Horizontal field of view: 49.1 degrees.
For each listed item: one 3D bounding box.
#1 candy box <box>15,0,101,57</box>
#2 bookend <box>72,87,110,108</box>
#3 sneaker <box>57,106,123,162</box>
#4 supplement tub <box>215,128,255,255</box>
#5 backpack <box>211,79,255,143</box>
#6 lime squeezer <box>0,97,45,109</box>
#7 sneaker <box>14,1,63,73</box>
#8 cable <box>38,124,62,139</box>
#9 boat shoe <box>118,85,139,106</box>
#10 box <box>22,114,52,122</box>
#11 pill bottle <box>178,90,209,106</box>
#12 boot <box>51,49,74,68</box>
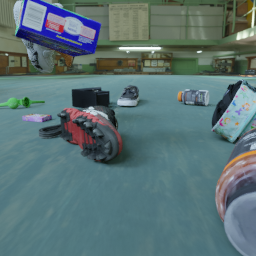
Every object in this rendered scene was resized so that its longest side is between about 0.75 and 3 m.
[{"bbox_3d":[-1.634,-2.170,6.254,1.559,0.710,1.844,13,5,-26],"label":"candy box"},{"bbox_3d":[-1.468,-1.483,13.800,1.879,0.865,1.867,13,19,43],"label":"bookend"},{"bbox_3d":[-0.718,0.022,6.988,1.445,1.045,2.958,-9,15,-27],"label":"sneaker"},{"bbox_3d":[1.834,0.748,3.649,1.206,1.206,2.256,7,16,27],"label":"supplement tub"},{"bbox_3d":[3.059,-0.411,7.758,1.319,1.555,1.752,35,30,13],"label":"backpack"},{"bbox_3d":[-5.245,-1.142,13.555,2.869,0.541,1.013,-12,-13,-36],"label":"lime squeezer"},{"bbox_3d":[-2.604,-2.955,9.435,1.562,2.718,1.021,-2,52,5],"label":"sneaker"},{"bbox_3d":[-1.782,0.001,8.937,1.098,0.569,2.260,20,32,19],"label":"cable"},{"bbox_3d":[0.118,-1.784,14.797,1.036,0.982,2.963,3,14,13],"label":"boat shoe"},{"bbox_3d":[-3.451,-0.390,10.658,0.897,0.175,0.614,5,14,19],"label":"box"},{"bbox_3d":[3.310,-1.555,14.258,1.482,0.787,0.787,8,16,29],"label":"pill bottle"},{"bbox_3d":[-2.191,-2.498,8.734,1.041,1.346,0.496,7,51,-5],"label":"boot"}]
